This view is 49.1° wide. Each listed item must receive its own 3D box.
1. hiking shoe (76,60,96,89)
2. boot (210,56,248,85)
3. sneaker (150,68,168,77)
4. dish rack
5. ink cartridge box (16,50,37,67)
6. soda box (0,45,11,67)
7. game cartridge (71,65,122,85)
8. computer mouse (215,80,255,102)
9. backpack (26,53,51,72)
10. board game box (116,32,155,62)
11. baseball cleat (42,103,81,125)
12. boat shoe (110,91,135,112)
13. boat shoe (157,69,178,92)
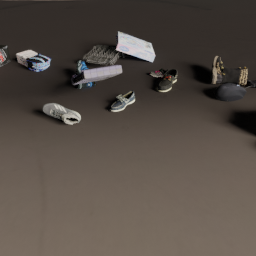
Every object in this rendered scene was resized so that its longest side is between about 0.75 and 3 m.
[{"bbox_3d":[-1.652,-2.068,10.979,0.742,0.637,1.712,1,44,-11],"label":"hiking shoe"},{"bbox_3d":[4.004,-2.261,11.128,1.325,0.644,1.759,9,39,14],"label":"boot"},{"bbox_3d":[1.305,-2.277,11.409,0.822,0.360,0.303,9,35,13],"label":"sneaker"},{"bbox_3d":[-1.107,-3.247,12.730,1.498,0.533,1.953,9,37,15],"label":"dish rack"},{"bbox_3d":[-4.393,-3.104,12.559,1.010,0.426,0.737,28,43,34],"label":"ink cartridge box"},{"bbox_3d":[-6.061,-2.813,11.835,0.845,0.756,2.387,11,36,13],"label":"soda box"},{"bbox_3d":[-1.090,-1.773,9.359,1.284,0.380,1.981,-18,9,-21],"label":"game cartridge"},{"bbox_3d":[4.260,-1.530,10.239,2.682,0.456,0.786,-19,38,-26],"label":"computer mouse"},{"bbox_3d":[-3.704,-2.740,11.869,0.895,0.602,0.817,18,38,25],"label":"backpack"},{"bbox_3d":[0.316,-3.840,13.195,1.781,0.386,1.773,16,31,-13],"label":"board game box"},{"bbox_3d":[-2.011,-0.435,8.397,1.198,0.418,0.638,13,16,-6],"label":"baseball cleat"},{"bbox_3d":[-0.165,-0.905,9.384,0.448,0.370,1.196,25,41,34],"label":"boat shoe"},{"bbox_3d":[1.494,-1.823,10.680,0.540,0.462,1.476,17,39,22],"label":"boat shoe"}]
